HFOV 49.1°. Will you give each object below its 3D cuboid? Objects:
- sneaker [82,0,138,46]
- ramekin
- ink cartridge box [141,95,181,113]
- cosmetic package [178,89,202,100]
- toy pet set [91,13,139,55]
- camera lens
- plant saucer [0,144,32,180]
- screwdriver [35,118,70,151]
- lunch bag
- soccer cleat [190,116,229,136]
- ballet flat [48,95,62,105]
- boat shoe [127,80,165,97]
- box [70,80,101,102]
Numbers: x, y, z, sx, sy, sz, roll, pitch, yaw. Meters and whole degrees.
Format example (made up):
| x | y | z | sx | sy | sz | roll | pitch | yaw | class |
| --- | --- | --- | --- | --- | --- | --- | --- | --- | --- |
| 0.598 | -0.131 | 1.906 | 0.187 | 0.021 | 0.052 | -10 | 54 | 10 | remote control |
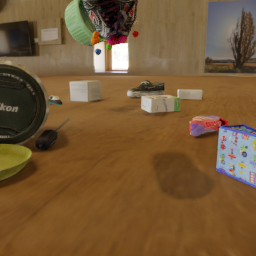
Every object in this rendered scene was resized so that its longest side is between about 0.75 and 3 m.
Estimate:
| x | y | z | sx | sy | sz | roll | pitch | yaw | class |
| --- | --- | --- | --- | --- | --- | --- | --- | --- | --- |
| -0.216 | -1.897 | 4.459 | 0.908 | 0.841 | 2.252 | -6 | 8 | 6 | sneaker |
| -1.557 | -4.366 | 11.363 | 1.007 | 2.063 | 2.063 | -12 | 3 | 39 | ramekin |
| 1.330 | -1.001 | 11.468 | 1.340 | 0.586 | 0.974 | -6 | 15 | -20 | ink cartridge box |
| 3.347 | -1.819 | 15.159 | 1.271 | 0.516 | 0.717 | 0 | 11 | 6 | cosmetic package |
| -0.716 | -4.041 | 10.255 | 2.030 | 1.895 | 1.078 | -32 | 55 | -23 | toy pet set |
| -3.071 | -0.686 | 6.983 | 1.951 | 1.951 | 2.439 | -5 | 14 | -21 | camera lens |
| -2.638 | 0.652 | 4.995 | 1.772 | 0.275 | 1.772 | 0 | 12 | 0 | plant saucer |
| -1.866 | 0.102 | 7.391 | 0.374 | 0.391 | 2.684 | 1 | 10 | 1 | screwdriver |
| 1.974 | 0.461 | 4.534 | 0.527 | 0.843 | 1.119 | -4 | 13 | -15 | lunch bag |
| 2.211 | -0.089 | 7.673 | 0.589 | 0.514 | 1.541 | 1 | 7 | 40 | soccer cleat |
| -3.548 | -1.354 | 13.413 | 0.431 | 0.431 | 1.181 | -12 | 18 | -42 | ballet flat |
| 1.049 | -2.308 | 16.292 | 2.695 | 0.956 | 0.971 | -11 | 17 | -39 | boat shoe |
| -2.204 | -1.938 | 14.556 | 1.181 | 1.012 | 1.175 | 5 | 14 | 28 | box |
